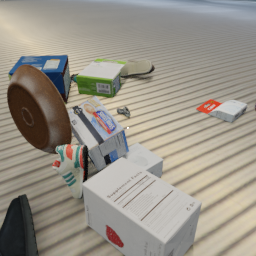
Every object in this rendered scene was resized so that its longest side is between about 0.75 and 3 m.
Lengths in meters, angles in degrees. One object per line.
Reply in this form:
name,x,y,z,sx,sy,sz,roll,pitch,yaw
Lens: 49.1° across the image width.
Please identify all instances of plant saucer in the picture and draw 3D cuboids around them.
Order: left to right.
plant saucer,-2.470,-0.352,7.365,2.559,2.559,0.468,25,40,34

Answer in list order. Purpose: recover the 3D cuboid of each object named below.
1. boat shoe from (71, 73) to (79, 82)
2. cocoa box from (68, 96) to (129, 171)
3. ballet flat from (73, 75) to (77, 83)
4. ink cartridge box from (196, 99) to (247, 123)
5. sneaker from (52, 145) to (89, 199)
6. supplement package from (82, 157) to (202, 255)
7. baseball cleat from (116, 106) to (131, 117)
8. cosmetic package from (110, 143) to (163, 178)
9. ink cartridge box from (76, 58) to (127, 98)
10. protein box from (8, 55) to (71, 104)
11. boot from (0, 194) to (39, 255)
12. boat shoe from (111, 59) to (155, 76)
boat shoe,-2.870,-2.745,15.024,1.076,0.356,0.376,-21,38,-30
cocoa box,-0.903,0.120,8.123,1.110,1.128,1.691,-31,54,-14
ballet flat,-2.229,-2.613,14.820,1.402,0.521,0.521,-9,33,-18
ink cartridge box,4.015,-0.914,12.033,1.704,0.403,1.364,27,41,34
sneaker,-1.459,1.082,7.087,0.820,1.754,0.617,9,39,0
supplement package,0.246,1.971,6.419,2.317,1.405,1.388,25,40,34
baseball cleat,-0.186,-0.763,11.757,0.826,0.440,0.288,25,45,37
cosmetic package,0.243,1.160,8.386,1.141,0.704,1.145,-25,42,-33
ink cartridge box,-1.197,-2.603,14.113,1.847,0.947,2.499,10,36,15
protein box,-3.987,-2.302,13.137,2.320,1.576,2.337,-2,32,-4
boot,-2.999,2.578,5.865,2.076,0.944,2.471,-9,39,-21
boat shoe,0.183,-3.306,15.465,2.622,0.942,0.780,3,0,27
